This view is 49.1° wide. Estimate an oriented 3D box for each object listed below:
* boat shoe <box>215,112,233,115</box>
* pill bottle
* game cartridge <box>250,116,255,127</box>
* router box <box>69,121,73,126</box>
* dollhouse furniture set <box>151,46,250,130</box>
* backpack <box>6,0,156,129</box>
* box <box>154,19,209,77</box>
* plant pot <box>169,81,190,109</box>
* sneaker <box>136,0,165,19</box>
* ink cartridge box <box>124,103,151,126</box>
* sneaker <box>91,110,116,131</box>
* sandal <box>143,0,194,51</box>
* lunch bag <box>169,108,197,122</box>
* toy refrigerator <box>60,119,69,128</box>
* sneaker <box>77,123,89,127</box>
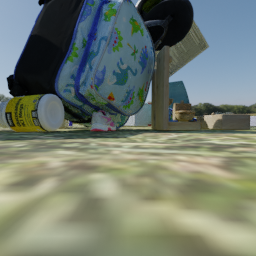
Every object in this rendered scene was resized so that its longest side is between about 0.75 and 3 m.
[{"bbox_3d":[3.523,-0.352,10.752,0.566,0.510,1.570,14,-3,-11],"label":"boat shoe"},{"bbox_3d":[-1.723,-0.245,4.840,1.106,0.622,0.622,-2,0,22],"label":"pill bottle"},{"bbox_3d":[5.829,-0.296,12.701,1.788,0.543,2.681,-4,1,-6],"label":"game cartridge"},{"bbox_3d":[-3.415,-0.234,12.801,1.196,0.325,1.332,1,1,42],"label":"router box"},{"bbox_3d":[1.608,-0.802,6.579,2.045,1.667,1.945,0,1,-6],"label":"dollhouse furniture set"},{"bbox_3d":[-0.625,-1.281,6.231,2.108,2.625,2.868,10,-13,25],"label":"backpack"},{"bbox_3d":[1.654,-3.305,11.349,2.568,1.399,1.642,-36,-43,16],"label":"box"},{"bbox_3d":[1.918,-0.968,11.313,1.222,1.729,1.222,-7,0,13],"label":"plant pot"},{"bbox_3d":[0.388,-3.289,8.988,1.014,2.749,1.202,30,12,-19],"label":"sneaker"},{"bbox_3d":[-0.020,-0.579,12.466,2.438,1.016,1.770,1,1,43],"label":"ink cartridge box"},{"bbox_3d":[-0.462,-0.150,5.534,0.372,0.403,0.914,0,1,10],"label":"sneaker"},{"bbox_3d":[0.476,-2.490,7.772,2.984,1.135,0.639,-19,25,38],"label":"sandal"},{"bbox_3d":[1.817,-0.229,9.254,1.346,0.633,1.013,12,1,6],"label":"lunch bag"},{"bbox_3d":[-2.450,-0.474,8.979,1.014,0.935,2.672,0,1,-9],"label":"toy refrigerator"},{"bbox_3d":[-1.212,-0.376,9.512,0.854,0.865,2.178,-23,-37,31],"label":"sneaker"}]
